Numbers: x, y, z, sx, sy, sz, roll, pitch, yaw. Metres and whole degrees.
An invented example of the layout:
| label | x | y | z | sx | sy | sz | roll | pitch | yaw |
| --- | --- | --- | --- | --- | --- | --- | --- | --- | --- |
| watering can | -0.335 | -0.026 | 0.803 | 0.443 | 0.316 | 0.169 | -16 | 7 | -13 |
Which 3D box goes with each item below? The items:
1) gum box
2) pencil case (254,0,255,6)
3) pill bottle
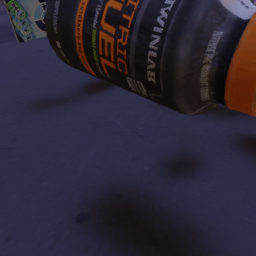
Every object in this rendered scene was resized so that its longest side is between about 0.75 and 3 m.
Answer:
| label | x | y | z | sx | sy | sz | roll | pitch | yaw |
| --- | --- | --- | --- | --- | --- | --- | --- | --- | --- |
| gum box | -2.672 | -3.839 | 8.744 | 2.130 | 1.810 | 0.475 | -24 | 34 | -22 |
| pencil case | 3.644 | -3.632 | 8.058 | 2.568 | 1.067 | 1.165 | -36 | 9 | 20 |
| pill bottle | 0.419 | -1.134 | 3.503 | 2.944 | 1.564 | 1.564 | 27 | 40 | 34 |
